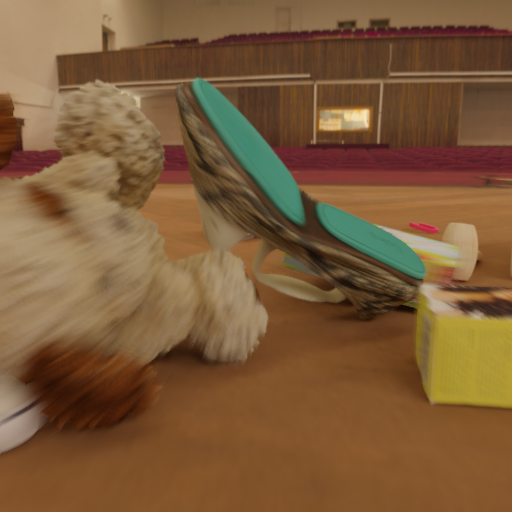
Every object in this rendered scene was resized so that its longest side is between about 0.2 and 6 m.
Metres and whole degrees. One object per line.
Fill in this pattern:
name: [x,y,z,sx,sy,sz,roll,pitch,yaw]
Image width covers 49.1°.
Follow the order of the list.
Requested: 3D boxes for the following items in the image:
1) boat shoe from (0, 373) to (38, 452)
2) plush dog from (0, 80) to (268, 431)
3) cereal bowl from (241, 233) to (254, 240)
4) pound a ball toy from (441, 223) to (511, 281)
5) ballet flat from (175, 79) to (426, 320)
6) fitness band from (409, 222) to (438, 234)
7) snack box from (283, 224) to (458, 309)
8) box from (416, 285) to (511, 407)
boat shoe: [-2.021,0.576,3.150,1.870,0.653,0.663,10,15,25]
plush dog: [-1.202,0.078,3.547,1.805,2.250,1.932,-32,-3,7]
cereal bowl: [-0.315,-0.550,9.900,1.149,0.479,1.149,-1,10,0]
pound a ball toy: [3.597,-0.420,7.194,1.852,1.207,2.841,6,12,29]
ballet flat: [0.220,-0.202,4.480,2.661,1.002,0.903,34,29,-26]
fitness band: [3.189,-0.542,10.668,0.552,0.103,0.397,20,16,30]
snack box: [1.249,0.007,5.889,1.580,0.535,1.333,19,15,19]
box: [2.245,0.578,3.481,2.345,0.588,0.883,2,11,9]
